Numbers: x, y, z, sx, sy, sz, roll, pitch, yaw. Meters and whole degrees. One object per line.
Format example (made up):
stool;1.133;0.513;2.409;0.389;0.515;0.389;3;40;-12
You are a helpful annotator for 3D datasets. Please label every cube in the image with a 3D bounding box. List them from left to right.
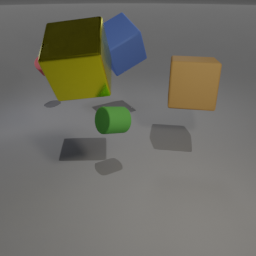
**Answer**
cube;-1.213;-1.683;6.952;1.400;1.400;1.400;-5;55;5
cube;-0.318;-3.137;10.562;1.400;1.400;1.400;-32;60;-4
cube;1.987;-1.428;8.679;1.400;1.400;1.400;4;21;7

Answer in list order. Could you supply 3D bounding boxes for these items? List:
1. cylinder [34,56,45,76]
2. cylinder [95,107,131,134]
cylinder;-3.578;-2.685;12.126;0.700;0.700;0.700;4;-14;8
cylinder;-0.391;-0.204;7.277;0.700;0.700;0.700;-3;24;-40
